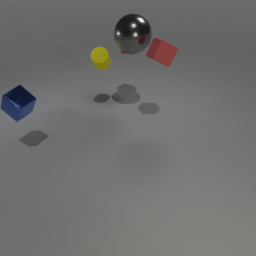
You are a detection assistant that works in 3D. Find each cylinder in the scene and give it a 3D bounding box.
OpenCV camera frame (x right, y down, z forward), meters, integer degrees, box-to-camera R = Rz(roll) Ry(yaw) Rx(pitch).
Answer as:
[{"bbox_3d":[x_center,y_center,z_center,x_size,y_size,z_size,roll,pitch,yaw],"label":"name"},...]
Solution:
[{"bbox_3d":[-1.080,-2.766,11.188,0.700,0.700,0.700,3,-11,5],"label":"cylinder"}]

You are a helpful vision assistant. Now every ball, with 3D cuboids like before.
[{"bbox_3d":[0.176,-3.452,10.310,1.400,1.400,1.400,0,32,0],"label":"ball"}]

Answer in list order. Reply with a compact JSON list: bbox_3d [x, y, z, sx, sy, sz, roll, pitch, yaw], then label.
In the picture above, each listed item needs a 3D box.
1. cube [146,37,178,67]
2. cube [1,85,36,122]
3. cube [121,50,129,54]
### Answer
[{"bbox_3d":[1.162,-2.623,9.654,0.700,0.700,0.700,18,17,-26],"label":"cube"},{"bbox_3d":[-3.383,-0.760,8.651,0.700,0.700,0.700,40,46,2],"label":"cube"},{"bbox_3d":[0.145,-3.547,11.842,0.700,0.700,0.700,15,33,37],"label":"cube"}]
